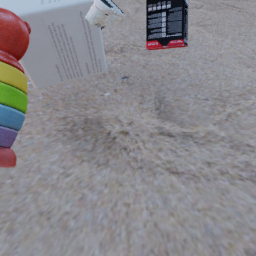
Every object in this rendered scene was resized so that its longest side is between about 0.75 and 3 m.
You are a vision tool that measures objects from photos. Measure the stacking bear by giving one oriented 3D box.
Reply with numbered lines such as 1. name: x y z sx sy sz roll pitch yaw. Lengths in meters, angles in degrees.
1. stacking bear: -2.271 -0.710 4.503 1.528 2.517 1.431 16 -11 -37

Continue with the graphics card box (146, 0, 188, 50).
1. graphics card box: 1.325 -3.846 9.552 1.396 2.225 0.566 2 8 27

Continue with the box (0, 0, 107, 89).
1. box: -2.112 -3.134 8.023 2.356 2.737 2.750 -15 63 -5

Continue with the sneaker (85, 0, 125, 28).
1. sneaker: -0.382 -1.893 4.650 0.411 0.444 1.094 45 23 1

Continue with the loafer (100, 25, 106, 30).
1. loafer: -1.198 -3.825 10.809 0.372 1.035 0.326 38 7 31
